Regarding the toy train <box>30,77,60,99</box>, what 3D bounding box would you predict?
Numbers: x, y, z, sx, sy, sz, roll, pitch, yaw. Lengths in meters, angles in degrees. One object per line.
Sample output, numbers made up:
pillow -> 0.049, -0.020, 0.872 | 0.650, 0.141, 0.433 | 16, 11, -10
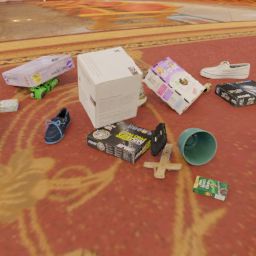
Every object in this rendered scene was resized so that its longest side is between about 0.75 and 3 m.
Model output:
toy train -> -4.200, -2.153, 14.338 | 0.687, 0.509, 2.437 | 14, 33, 4

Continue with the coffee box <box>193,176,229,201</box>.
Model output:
coffee box -> 2.417, 1.755, 8.195 | 0.947, 0.208, 0.582 | 13, 34, 21

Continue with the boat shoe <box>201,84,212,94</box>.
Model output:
boat shoe -> 3.921, -1.948, 14.137 | 1.044, 0.386, 0.346 | -24, 51, -30

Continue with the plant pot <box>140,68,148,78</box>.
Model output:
plant pot -> 0.942, -3.178, 16.088 | 0.812, 0.375, 0.812 | 1, 31, 0

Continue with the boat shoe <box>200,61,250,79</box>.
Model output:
boat shoe -> 5.489, -3.305, 15.795 | 2.685, 0.882, 0.966 | 4, 32, 7

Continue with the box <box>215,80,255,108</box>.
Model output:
box -> 5.619, -1.702, 13.581 | 2.164, 0.471, 1.734 | -10, 33, -15

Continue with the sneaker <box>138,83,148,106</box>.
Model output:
sneaker -> -0.209, -2.001, 13.290 | 2.661, 1.179, 1.023 | 22, 39, 26

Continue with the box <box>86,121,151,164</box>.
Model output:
box -> -0.220, 0.393, 10.156 | 2.025, 0.448, 1.622 | 19, 34, 27

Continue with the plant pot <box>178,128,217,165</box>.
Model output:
plant pot -> 2.212, 0.522, 9.385 | 1.168, 1.168, 0.937 | -6, 17, -10

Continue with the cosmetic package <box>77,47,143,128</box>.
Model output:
cosmetic package -> -0.722, -1.490, 10.295 | 1.775, 2.151, 1.773 | -18, 52, -21

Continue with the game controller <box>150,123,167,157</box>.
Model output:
game controller -> 0.988, 0.350, 9.091 | 0.291, 0.721, 1.383 | 38, 25, -18

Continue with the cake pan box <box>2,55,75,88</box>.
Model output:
cake pan box -> -4.746, -3.052, 14.765 | 2.955, 0.773, 2.721 | 11, 35, 40

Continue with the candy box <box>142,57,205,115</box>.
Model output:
candy box -> 2.098, -1.972, 12.711 | 2.321, 0.830, 1.947 | 43, 43, 8

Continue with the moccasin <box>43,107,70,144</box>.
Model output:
moccasin -> -2.798, -0.152, 10.853 | 0.800, 0.678, 1.988 | 1, 32, 2

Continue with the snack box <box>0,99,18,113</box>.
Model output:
snack box -> -5.455, -0.998, 12.600 | 0.888, 0.300, 0.749 | -6, 31, -12

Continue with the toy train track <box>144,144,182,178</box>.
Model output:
toy train track -> 1.212, 1.116, 9.194 | 1.164, 0.330, 2.030 | 2, 25, 17
